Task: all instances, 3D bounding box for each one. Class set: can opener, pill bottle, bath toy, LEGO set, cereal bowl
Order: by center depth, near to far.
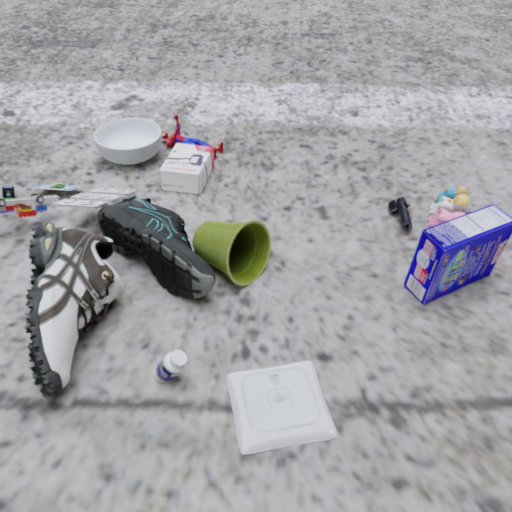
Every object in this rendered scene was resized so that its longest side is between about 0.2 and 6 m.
[{"bbox_3d":[-1.301,1.691,8.621,0.344,0.619,0.344,18,49,-22],"label":"pill bottle"},{"bbox_3d":[3.982,-0.688,11.464,0.718,0.844,1.942,41,45,-9],"label":"bath toy"},{"bbox_3d":[-4.328,-1.077,11.909,2.962,0.727,2.213,4,15,8],"label":"LEGO set"},{"bbox_3d":[3.148,-0.883,11.945,0.448,0.361,1.139,-37,30,23],"label":"can opener"},{"bbox_3d":[-3.134,-2.748,13.861,1.654,0.689,1.654,0,40,0],"label":"cereal bowl"}]

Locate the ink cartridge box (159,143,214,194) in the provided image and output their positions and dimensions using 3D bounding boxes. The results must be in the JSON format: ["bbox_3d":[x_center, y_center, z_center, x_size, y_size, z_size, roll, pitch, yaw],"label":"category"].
[{"bbox_3d":[-1.604,-2.064,13.155,0.951,0.554,1.313,7,41,9],"label":"ink cartridge box"}]

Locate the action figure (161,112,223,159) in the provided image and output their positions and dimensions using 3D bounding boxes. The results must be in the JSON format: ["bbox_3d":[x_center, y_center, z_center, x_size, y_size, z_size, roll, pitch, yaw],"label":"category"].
[{"bbox_3d":[-1.716,-3.068,14.168,1.740,0.861,0.568,15,42,21],"label":"action figure"}]

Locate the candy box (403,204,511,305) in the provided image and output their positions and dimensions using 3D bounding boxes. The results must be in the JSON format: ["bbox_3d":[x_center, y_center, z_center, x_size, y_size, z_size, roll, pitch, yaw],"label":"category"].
[{"bbox_3d":[3.640,-0.035,10.067,1.694,1.432,0.653,-18,50,-21],"label":"candy box"}]

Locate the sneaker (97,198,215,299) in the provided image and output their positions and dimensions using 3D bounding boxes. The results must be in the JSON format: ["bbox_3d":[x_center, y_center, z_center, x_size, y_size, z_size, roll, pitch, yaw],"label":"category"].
[{"bbox_3d":[-1.734,-0.335,10.647,1.243,1.182,3.135,-31,50,-34],"label":"sneaker"}]

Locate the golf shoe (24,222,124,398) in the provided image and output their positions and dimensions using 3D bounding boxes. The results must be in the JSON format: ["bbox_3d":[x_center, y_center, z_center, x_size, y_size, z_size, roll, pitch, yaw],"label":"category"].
[{"bbox_3d":[-2.980,0.718,9.305,1.580,1.300,3.345,1,49,-18],"label":"golf shoe"}]

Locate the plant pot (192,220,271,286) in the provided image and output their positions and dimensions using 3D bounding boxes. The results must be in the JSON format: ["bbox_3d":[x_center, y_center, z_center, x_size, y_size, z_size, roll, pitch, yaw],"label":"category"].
[{"bbox_3d":[-0.557,-0.186,10.599,1.174,1.236,1.236,18,42,37],"label":"plant pot"}]

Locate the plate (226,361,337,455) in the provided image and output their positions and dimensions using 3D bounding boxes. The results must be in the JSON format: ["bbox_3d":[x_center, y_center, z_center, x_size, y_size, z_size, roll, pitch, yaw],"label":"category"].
[{"bbox_3d":[0.345,2.180,8.392,1.435,0.232,1.438,-8,41,-8],"label":"plate"}]
